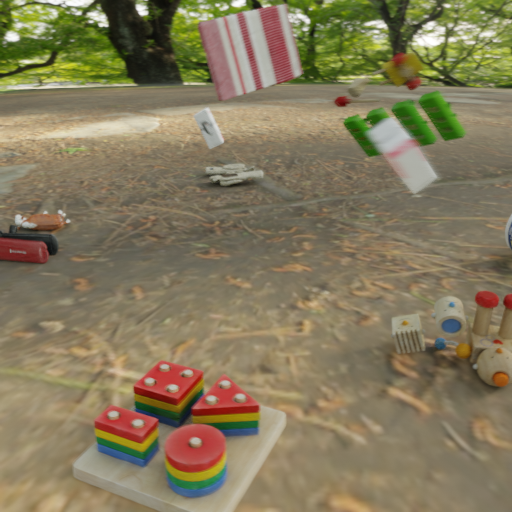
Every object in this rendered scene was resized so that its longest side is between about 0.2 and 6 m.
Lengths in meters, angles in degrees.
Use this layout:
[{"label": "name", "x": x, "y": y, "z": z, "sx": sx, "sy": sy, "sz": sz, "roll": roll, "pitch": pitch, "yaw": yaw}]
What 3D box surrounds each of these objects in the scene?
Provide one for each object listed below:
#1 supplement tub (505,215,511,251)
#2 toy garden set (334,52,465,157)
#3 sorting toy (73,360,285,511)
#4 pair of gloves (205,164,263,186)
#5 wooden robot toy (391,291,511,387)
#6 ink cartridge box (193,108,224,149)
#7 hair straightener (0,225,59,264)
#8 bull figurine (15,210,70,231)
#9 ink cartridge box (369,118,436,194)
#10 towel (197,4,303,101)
[{"label": "supplement tub", "x": 5.646, "y": -0.295, "z": 10.482, "sx": 1.175, "sy": 1.175, "sz": 1.628, "roll": -6, "pitch": 23, "yaw": -15}, {"label": "toy garden set", "x": 2.962, "y": -3.297, "z": 12.267, "sx": 2.625, "sy": 2.188, "sz": 0.524, "roll": -1, "pitch": 51, "yaw": 54}, {"label": "sorting toy", "x": -0.756, "y": 1.832, "z": 5.990, "sx": 1.690, "sy": 0.592, "sz": 1.700, "roll": 10, "pitch": 24, "yaw": 22}, {"label": "pair of gloves", "x": -0.687, "y": -2.451, "z": 16.993, "sx": 1.582, "sy": 0.326, "sz": 1.860, "roll": -8, "pitch": 21, "yaw": -11}, {"label": "wooden robot toy", "x": 2.999, "y": 1.161, "z": 7.283, "sx": 2.403, "sy": 1.059, "sz": 1.091, "roll": 4, "pitch": 33, "yaw": 11}, {"label": "ink cartridge box", "x": -1.275, "y": -3.439, "z": 15.082, "sx": 0.403, "sy": 0.973, "sz": 0.714, "roll": -24, "pitch": 17, "yaw": 8}, {"label": "hair straightener", "x": -5.275, "y": -0.243, "z": 11.441, "sx": 2.654, "sy": 0.543, "sz": 1.021, "roll": -1, "pitch": 21, "yaw": 10}, {"label": "bull figurine", "x": -4.882, "y": -0.801, "z": 12.801, "sx": 1.179, "sy": 0.384, "sz": 0.716, "roll": 5, "pitch": 23, "yaw": 13}, {"label": "ink cartridge box", "x": 2.425, "y": -1.683, "z": 9.322, "sx": 0.480, "sy": 0.825, "sz": 1.132, "roll": -36, "pitch": 34, "yaw": 13}, {"label": "towel", "x": -0.070, "y": -3.634, "z": 9.968, "sx": 1.851, "sy": 1.333, "sz": 0.211, "roll": -25, "pitch": 21, "yaw": -26}]
